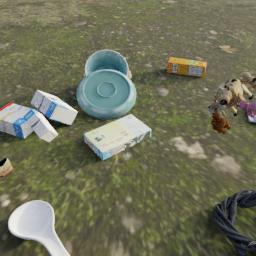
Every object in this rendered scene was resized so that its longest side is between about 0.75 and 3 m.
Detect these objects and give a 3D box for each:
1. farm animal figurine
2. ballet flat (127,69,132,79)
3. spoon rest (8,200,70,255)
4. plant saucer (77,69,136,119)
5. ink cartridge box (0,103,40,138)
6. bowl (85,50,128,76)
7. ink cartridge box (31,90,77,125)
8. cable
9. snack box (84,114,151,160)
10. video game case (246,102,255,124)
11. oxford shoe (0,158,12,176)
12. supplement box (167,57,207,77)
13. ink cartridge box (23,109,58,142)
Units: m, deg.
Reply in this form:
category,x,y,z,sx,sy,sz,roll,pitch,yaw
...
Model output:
category,x,y,z,sx,sy,sz,roll,pitch,yaw
farm animal figurine,2.639,-0.806,6.852,0.940,1.803,1.783,47,26,-7
ballet flat,-0.704,-2.665,14.153,1.805,0.607,0.614,-13,39,-16
spoon rest,-2.164,2.647,7.083,1.161,0.708,2.337,-30,47,-33
plant saucer,-0.921,-1.578,12.075,2.602,0.357,2.602,2,61,-3
ink cartridge box,-4.542,-0.364,11.078,1.923,0.647,1.117,15,39,20
bowl,-0.997,-2.560,13.255,1.995,1.044,1.995,1,77,-3
ink cartridge box,-2.976,-0.826,11.256,1.555,0.655,1.125,33,8,35
cable,3.497,2.458,7.549,2.304,0.585,1.880,-19,36,-20
snack box,-0.369,0.281,10.428,2.193,0.407,1.274,-24,43,-28
video game case,5.596,-0.603,11.829,1.098,0.146,1.537,7,39,10
oxford shoe,-4.341,1.428,8.831,0.487,0.517,1.381,21,42,25
supplement box,3.115,-3.232,14.860,1.983,0.682,0.660,12,41,11
ink cartridge box,-2.631,-0.065,8.462,0.385,0.667,0.914,-42,73,-1
